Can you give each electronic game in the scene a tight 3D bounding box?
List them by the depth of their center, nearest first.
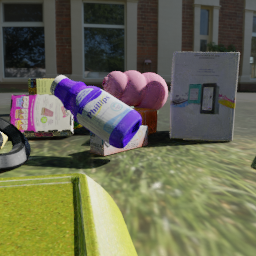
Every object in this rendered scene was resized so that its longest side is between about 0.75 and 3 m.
[{"bbox_3d":[-2.801,0.204,5.420,1.838,0.383,1.838,28,18,-10],"label":"electronic game"}]

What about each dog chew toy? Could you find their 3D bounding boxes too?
[{"bbox_3d":[0.210,-1.285,9.339,2.245,1.398,1.398,10,3,-29],"label":"dog chew toy"}]

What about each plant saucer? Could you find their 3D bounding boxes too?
[{"bbox_3d":[-1.214,0.973,1.853,2.825,0.677,2.829,-2,10,-11],"label":"plant saucer"}]

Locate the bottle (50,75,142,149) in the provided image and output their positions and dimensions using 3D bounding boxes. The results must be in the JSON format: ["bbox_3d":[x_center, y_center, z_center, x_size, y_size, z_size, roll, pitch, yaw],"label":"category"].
[{"bbox_3d":[-0.738,-0.421,5.914,2.071,0.865,0.676,34,-22,17],"label":"bottle"}]

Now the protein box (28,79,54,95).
[{"bbox_3d":[-4.037,-1.644,14.494,1.803,1.790,1.217,-7,12,-37],"label":"protein box"}]

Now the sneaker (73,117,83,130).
[{"bbox_3d":[-1.800,-0.317,9.066,1.791,0.763,0.699,-16,5,-1],"label":"sneaker"}]

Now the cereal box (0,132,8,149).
[{"bbox_3d":[-4.189,0.224,7.165,2.004,0.396,1.442,-3,14,-16],"label":"cereal box"}]

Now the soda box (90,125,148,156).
[{"bbox_3d":[-0.172,0.253,6.745,0.491,0.529,1.546,8,12,42],"label":"soda box"}]

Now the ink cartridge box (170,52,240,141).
[{"bbox_3d":[2.142,-0.946,8.321,1.740,2.383,1.749,3,9,8],"label":"ink cartridge box"}]

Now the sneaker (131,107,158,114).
[{"bbox_3d":[0.500,-0.631,11.005,1.329,0.829,2.254,-5,21,2],"label":"sneaker"}]

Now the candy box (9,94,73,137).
[{"bbox_3d":[-2.502,-0.358,8.226,1.731,1.181,0.528,-1,-18,-6],"label":"candy box"}]

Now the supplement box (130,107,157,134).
[{"bbox_3d":[-0.247,-0.291,9.340,2.404,0.827,0.800,9,12,35],"label":"supplement box"}]
